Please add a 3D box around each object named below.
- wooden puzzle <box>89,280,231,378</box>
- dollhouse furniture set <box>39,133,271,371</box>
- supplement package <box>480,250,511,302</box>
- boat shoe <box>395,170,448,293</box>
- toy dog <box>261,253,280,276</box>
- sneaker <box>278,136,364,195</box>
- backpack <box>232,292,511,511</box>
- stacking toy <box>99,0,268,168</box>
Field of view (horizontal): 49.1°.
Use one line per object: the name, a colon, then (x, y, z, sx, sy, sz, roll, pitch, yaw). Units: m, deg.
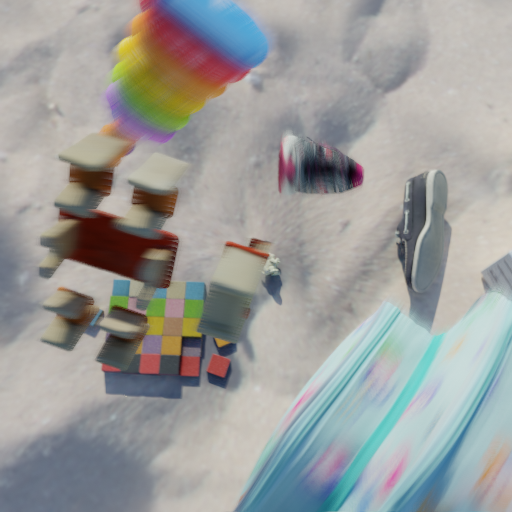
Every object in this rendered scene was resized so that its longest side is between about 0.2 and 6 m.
wooden puzzle: (-1.590, 1.126, 8.916, 2.555, 0.179, 1.515, 2, 72, 1)
dollhouse furniture set: (-1.025, 0.037, 5.777, 2.166, 2.190, 1.128, 18, 31, 0)
supplement package: (4.904, 0.310, 8.694, 1.987, 1.102, 1.547, -26, 74, -9)
boat shoe: (2.690, -0.404, 9.321, 0.658, 0.762, 2.098, -1, 72, 45)
toy dog: (0.232, 0.131, 9.245, 0.351, 0.253, 0.362, -12, 69, 18)
sneaker: (0.849, -1.184, 7.455, 0.708, 1.897, 0.765, 10, 102, 28)
backpack: (1.593, 2.031, 5.360, 2.688, 3.571, 3.170, 41, 45, 11)
stacking toy: (-1.246, -1.956, 6.717, 1.502, 2.737, 1.589, 32, 27, -25)
